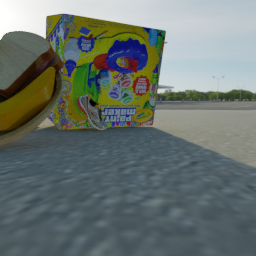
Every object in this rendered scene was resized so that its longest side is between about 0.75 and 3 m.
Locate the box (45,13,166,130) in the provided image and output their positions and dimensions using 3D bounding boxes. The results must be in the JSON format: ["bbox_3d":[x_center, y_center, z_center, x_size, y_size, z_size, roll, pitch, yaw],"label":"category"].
[{"bbox_3d":[-0.764,-1.603,8.250,2.975,2.865,1.815,-4,19,-30],"label":"box"}]

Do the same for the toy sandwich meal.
[{"bbox_3d":[-2.054,-0.680,4.535,2.290,0.784,2.290,-7,47,8],"label":"toy sandwich meal"}]

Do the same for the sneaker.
[{"bbox_3d":[-0.831,-0.381,7.034,0.436,1.061,0.413,-28,25,18],"label":"sneaker"}]
